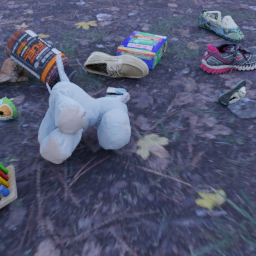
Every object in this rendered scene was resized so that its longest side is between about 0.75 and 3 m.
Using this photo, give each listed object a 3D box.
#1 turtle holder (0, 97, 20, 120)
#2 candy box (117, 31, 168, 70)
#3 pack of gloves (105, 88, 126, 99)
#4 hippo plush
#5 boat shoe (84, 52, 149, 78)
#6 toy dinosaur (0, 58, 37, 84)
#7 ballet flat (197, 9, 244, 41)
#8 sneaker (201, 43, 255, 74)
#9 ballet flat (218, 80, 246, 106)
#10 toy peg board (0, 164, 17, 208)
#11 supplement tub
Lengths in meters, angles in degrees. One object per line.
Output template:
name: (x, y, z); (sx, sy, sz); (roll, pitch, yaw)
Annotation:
turtle holder: (-4.143, -0.621, 9.230); (0.972, 0.739, 0.690); (26, 48, 26)
candy box: (0.662, -3.533, 12.591); (1.717, 0.782, 2.031); (15, 44, 15)
pack of gloves: (-0.450, -1.225, 10.449); (0.768, 0.152, 0.645); (6, 50, 13)
hippo plush: (-1.193, -0.151, 8.153); (2.317, 2.295, 2.881); (11, 38, -28)
boat shoe: (-0.503, -2.371, 11.177); (2.696, 0.972, 0.876); (17, 53, 21)
toy dinosaur: (-4.671, -2.366, 11.111); (1.678, 1.063, 2.476); (5, 35, 16)
ballet flat: (4.838, -5.501, 14.719); (1.111, 1.111, 2.994); (-27, 48, -28)
sneaker: (4.551, -3.043, 11.788); (2.928, 1.093, 1.180); (-13, 42, -15)
ballet flat: (3.907, -1.210, 10.168); (1.484, 0.504, 0.507); (-33, 59, -20)
toy peg board: (-3.324, 1.419, 6.637); (1.136, 0.556, 1.131); (-32, 41, -2)
supplement tub: (-3.157, -2.512, 10.448); (2.451, 1.311, 1.311); (35, 45, -4)
